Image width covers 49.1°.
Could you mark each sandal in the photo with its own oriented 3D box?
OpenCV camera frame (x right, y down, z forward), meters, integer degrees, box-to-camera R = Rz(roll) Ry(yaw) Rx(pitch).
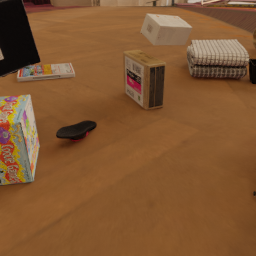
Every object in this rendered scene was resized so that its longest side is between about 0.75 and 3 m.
[{"bbox_3d":[-1.394,0.132,7.912,0.622,0.373,1.655,17,18,19],"label":"sandal"}]

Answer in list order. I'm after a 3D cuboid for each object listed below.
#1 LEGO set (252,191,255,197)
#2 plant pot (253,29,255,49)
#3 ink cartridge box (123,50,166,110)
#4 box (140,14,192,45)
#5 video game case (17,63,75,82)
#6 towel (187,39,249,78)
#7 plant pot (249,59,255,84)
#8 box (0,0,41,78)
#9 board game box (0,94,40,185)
[{"bbox_3d":[3.040,1.209,6.011,1.074,0.304,0.698,-29,36,-21],"label":"LEGO set"},{"bbox_3d":[8.764,-5.468,16.182,2.495,2.726,2.726,-26,37,-21],"label":"plant pot"},{"bbox_3d":[0.528,-1.753,9.966,0.739,1.621,1.967,-13,31,-22],"label":"ink cartridge box"},{"bbox_3d":[1.321,-3.380,9.665,1.445,0.704,0.899,-10,48,-32],"label":"box"},{"bbox_3d":[-3.807,-2.626,13.050,2.467,0.215,1.764,-7,30,-14],"label":"video game case"},{"bbox_3d":[4.061,-3.234,13.165,2.444,1.263,2.952,2,30,6],"label":"towel"},{"bbox_3d":[5.656,-2.362,11.879,0.986,0.877,0.988,5,28,10],"label":"plant pot"},{"bbox_3d":[-3.910,-2.077,6.348,2.598,1.551,2.642,-32,44,-29],"label":"box"},{"bbox_3d":[-3.676,0.316,6.232,2.980,1.535,1.563,-5,29,-9],"label":"board game box"}]
